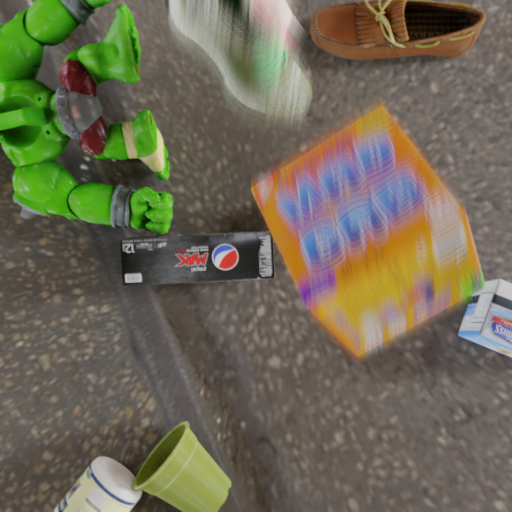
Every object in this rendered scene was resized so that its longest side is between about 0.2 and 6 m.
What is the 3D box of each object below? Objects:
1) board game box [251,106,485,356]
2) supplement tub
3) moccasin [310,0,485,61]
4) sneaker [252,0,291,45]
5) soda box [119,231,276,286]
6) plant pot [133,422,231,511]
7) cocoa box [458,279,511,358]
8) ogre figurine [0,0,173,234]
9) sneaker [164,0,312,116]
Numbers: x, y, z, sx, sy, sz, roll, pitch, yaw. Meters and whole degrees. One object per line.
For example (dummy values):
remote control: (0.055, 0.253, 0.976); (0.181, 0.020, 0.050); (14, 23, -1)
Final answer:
board game box: (1.382, -0.221, 6.878); (1.856, 1.857, 1.856); (-31, 54, 10)
supplement tub: (-2.685, 4.171, 9.273); (0.994, 0.994, 1.371); (38, 83, 5)
moccasin: (2.588, -4.252, 10.389); (3.137, 1.211, 1.147); (7, 82, 1)
sneaker: (-0.242, -3.662, 8.313); (0.723, 1.921, 1.004); (45, 115, 41)
soda box: (-0.989, 0.030, 9.870); (2.640, 0.934, 0.836); (-2, 93, 0)
plant pot: (-1.131, 3.689, 9.332); (1.256, 1.323, 1.323); (43, 84, -7)
cocoa box: (4.547, 1.206, 9.668); (1.595, 1.064, 1.047); (22, 82, 3)
ogre figurine: (-3.138, -2.486, 9.536); (2.702, 2.211, 4.506); (-11, 120, 1)
sneaker: (-0.021, -2.784, 7.528); (2.632, 1.166, 1.012); (35, 84, -36)
